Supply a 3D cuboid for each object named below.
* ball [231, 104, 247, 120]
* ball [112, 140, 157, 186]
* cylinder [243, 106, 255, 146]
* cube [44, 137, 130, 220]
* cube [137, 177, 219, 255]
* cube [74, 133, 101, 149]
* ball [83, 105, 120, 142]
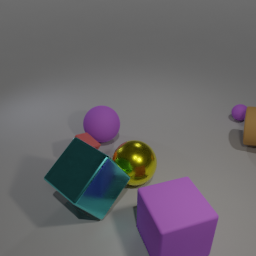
[{"bbox_3d":[4.834,-0.677,12.072,0.700,0.700,0.700,0,32,0],"label":"ball"},{"bbox_3d":[0.198,1.073,8.684,1.400,1.400,1.400,0,32,0],"label":"ball"},{"bbox_3d":[4.916,-0.028,9.958,1.400,1.400,1.400,6,31,25],"label":"cylinder"},{"bbox_3d":[-1.071,1.352,7.576,1.400,1.400,1.400,25,73,38],"label":"cube"},{"bbox_3d":[1.097,2.257,6.745,1.400,1.400,1.400,-10,33,-16],"label":"cube"},{"bbox_3d":[-1.485,0.663,9.403,0.700,0.700,0.700,40,19,14],"label":"cube"},{"bbox_3d":[-0.997,-0.154,10.646,1.400,1.400,1.400,0,32,0],"label":"ball"}]
